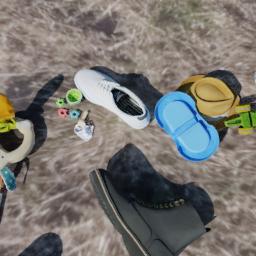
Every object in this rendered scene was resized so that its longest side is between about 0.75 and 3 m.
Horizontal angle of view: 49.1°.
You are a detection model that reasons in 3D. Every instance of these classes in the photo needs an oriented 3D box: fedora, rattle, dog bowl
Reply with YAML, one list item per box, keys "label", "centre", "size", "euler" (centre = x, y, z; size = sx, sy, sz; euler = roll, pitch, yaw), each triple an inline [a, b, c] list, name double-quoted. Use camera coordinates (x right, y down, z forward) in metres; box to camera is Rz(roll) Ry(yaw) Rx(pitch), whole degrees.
- label: "fedora"
  centre: [2.389, -0.887, 8.163]
  size: [1.969, 0.803, 1.969]
  euler: [0, 71, -1]
- label: "rattle"
  centre: [-3.278, 0.475, 7.268]
  size: [1.422, 1.561, 2.185]
  euler: [20, 59, -13]
- label: "dog bowl"
  centre: [1.620, -0.024, 7.830]
  size: [1.153, 0.513, 2.069]
  euler: [-36, 79, 5]

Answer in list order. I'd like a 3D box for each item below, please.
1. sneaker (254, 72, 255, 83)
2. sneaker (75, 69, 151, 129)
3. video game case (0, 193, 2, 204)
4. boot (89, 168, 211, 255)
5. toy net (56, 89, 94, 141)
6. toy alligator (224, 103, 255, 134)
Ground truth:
- label: "sneaker"
  centre: [4.892, -1.530, 8.458]
  size: [2.029, 0.775, 0.817]
  euler: [-9, 61, -5]
- label: "sneaker"
  centre: [-0.444, -1.014, 8.124]
  size: [2.671, 0.945, 0.975]
  euler: [33, 74, 11]
- label: "video game case"
  centre: [-4.182, 2.644, 7.228]
  size: [1.429, 0.180, 1.996]
  euler: [4, 70, 1]
- label: "boot"
  centre: [0.506, 1.950, 7.107]
  size: [2.033, 1.138, 2.939]
  euler: [-31, 86, -15]
- label: "toy net"
  centre: [-1.557, -0.337, 8.225]
  size: [0.844, 0.311, 1.609]
  euler: [-21, 72, -7]
- label: "toy alligator"
  centre: [4.000, -0.366, 7.755]
  size: [2.539, 0.610, 0.842]
  euler: [-7, 103, 23]
